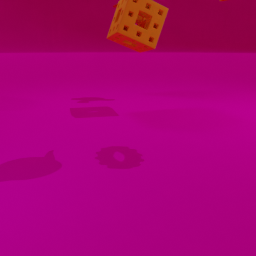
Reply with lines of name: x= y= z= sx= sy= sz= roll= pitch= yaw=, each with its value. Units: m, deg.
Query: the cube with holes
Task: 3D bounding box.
cube with holes: x=0.245 y=-3.121 z=8.430 sx=1.211 sy=1.211 sz=1.211 roll=18 pitch=3 yaw=-20

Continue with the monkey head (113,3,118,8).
monkey head: x=0.326 y=-4.600 z=10.129 sx=1.747 sy=1.052 sz=1.256 roll=13 pitch=13 yaw=4
